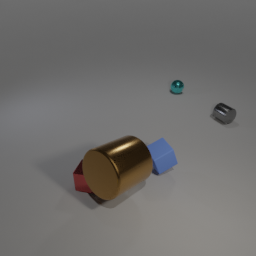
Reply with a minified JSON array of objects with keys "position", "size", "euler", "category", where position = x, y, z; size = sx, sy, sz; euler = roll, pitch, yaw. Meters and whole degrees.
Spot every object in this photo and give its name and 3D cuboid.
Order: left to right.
[{"position":[-1.168,1.457,8.439],"size":[0.700,0.700,0.700],"euler":[7,31,13],"category":"cube"},{"position":[-0.276,1.039,7.638],"size":[1.400,1.400,1.400],"euler":[25,29,35],"category":"cylinder"},{"position":[1.047,0.877,8.875],"size":[0.700,0.700,0.700],"euler":[-29,40,-6],"category":"cube"},{"position":[2.531,-2.119,14.372],"size":[0.700,0.700,0.700],"euler":[0,31,0],"category":"ball"},{"position":[4.091,-0.625,11.886],"size":[0.700,0.700,0.700],"euler":[-15,34,-24],"category":"cylinder"}]
